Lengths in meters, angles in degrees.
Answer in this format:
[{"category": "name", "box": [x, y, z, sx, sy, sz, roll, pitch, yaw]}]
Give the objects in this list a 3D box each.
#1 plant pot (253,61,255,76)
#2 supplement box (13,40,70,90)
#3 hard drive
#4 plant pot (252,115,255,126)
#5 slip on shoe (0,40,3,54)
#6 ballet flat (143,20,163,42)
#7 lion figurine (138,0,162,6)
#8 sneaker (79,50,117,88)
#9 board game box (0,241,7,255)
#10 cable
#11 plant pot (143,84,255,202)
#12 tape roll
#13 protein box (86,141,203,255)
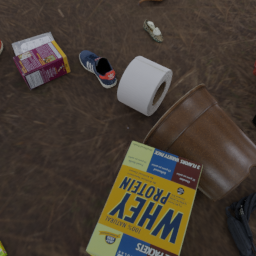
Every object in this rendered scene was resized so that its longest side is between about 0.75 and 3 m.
[{"category": "plant pot", "box": [5.874, -2.130, 8.914, 2.872, 2.953, 2.953, 32, 64, 26]}, {"category": "supplement box", "box": [-3.033, -2.243, 9.954, 1.604, 0.828, 1.050, -28, 62, -16]}, {"category": "hard drive", "box": [-3.541, -3.050, 10.756, 1.569, 0.297, 1.096, -22, 62, -11]}, {"category": "plant pot", "box": [4.762, -0.365, 8.585, 1.303, 1.466, 1.469, -32, 65, -7]}, {"category": "slip on shoe", "box": [-5.312, -2.431, 10.101, 0.970, 0.801, 2.618, 8, 61, 3]}, {"category": "ballet flat", "box": [1.001, -3.914, 11.167, 0.400, 0.444, 1.180, -26, 63, -21]}, {"category": "lion figurine", "box": [1.376, -6.317, 12.451, 1.565, 0.926, 2.555, 13, 74, -1]}, {"category": "sneaker", "box": [-1.087, -2.332, 10.017, 0.740, 0.834, 1.975, -36, 66, -19]}, {"category": "board game box", "box": [-3.565, 3.293, 7.081, 0.842, 0.201, 0.428, -34, 65, -18]}, {"category": "cable", "box": [3.781, 2.887, 7.161, 2.069, 0.644, 2.536, -14, 58, -14]}, {"category": "plant pot", "box": [2.097, 0.491, 7.606, 2.427, 2.427, 2.402, -39, 74, -20]}, {"category": "tape roll", "box": [0.546, -1.334, 8.978, 1.120, 1.631, 1.631, 29, 64, 17]}, {"category": "protein box", "box": [0.407, 2.085, 6.496, 1.645, 2.420, 2.438, 18, 61, 10]}]
